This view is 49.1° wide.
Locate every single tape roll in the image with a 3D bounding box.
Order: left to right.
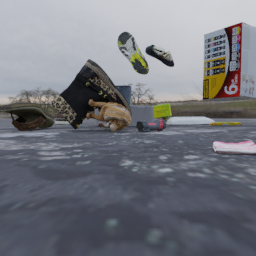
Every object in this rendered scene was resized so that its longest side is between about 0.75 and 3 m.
[{"bbox_3d":[-0.176,-0.587,13.681,2.898,0.957,2.898,0,2,0],"label":"tape roll"}]

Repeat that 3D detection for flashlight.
[{"bbox_3d":[0.723,-0.099,8.724,0.412,0.413,1.216,9,6,41],"label":"flashlight"}]

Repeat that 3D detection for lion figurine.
[{"bbox_3d":[-0.459,-0.345,9.403,1.515,0.896,2.474,12,0,12],"label":"lion figurine"}]

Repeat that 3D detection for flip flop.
[{"bbox_3d":[-3.373,-0.257,9.473,1.161,0.824,2.863,-3,-13,8],"label":"flip flop"}]

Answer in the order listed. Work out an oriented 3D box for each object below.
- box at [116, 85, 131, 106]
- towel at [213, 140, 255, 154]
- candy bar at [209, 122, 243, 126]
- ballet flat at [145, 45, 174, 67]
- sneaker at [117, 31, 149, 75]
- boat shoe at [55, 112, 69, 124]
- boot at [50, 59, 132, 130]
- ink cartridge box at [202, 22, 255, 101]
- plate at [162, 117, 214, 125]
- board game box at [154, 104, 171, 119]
[{"bbox_3d":[-0.744,-1.525,18.227,1.912,2.424,0.618,1,0,7],"label":"box"},{"bbox_3d":[1.515,0.262,3.940,0.596,0.122,0.815,0,2,14],"label":"towel"},{"bbox_3d":[4.787,-0.202,13.712,1.664,0.184,0.415,-1,-1,-9],"label":"candy bar"},{"bbox_3d":[1.542,-3.216,12.391,1.656,0.605,0.605,21,-7,-26],"label":"ballet flat"},{"bbox_3d":[0.240,-3.335,12.844,0.845,2.269,0.960,-28,-10,10],"label":"sneaker"},{"bbox_3d":[-3.686,-0.627,16.842,0.904,0.749,2.517,0,3,8],"label":"boat shoe"},{"bbox_3d":[-1.197,-0.756,9.686,0.988,2.034,2.701,37,-11,46],"label":"boot"},{"bbox_3d":[3.651,-2.348,10.748,1.086,2.590,2.274,1,0,-34],"label":"ink cartridge box"},{"bbox_3d":[3.159,-0.426,15.977,2.649,0.428,2.643,-1,2,-16],"label":"plate"},{"bbox_3d":[0.977,-0.802,16.071,2.917,0.694,1.482,-9,1,10],"label":"board game box"}]
